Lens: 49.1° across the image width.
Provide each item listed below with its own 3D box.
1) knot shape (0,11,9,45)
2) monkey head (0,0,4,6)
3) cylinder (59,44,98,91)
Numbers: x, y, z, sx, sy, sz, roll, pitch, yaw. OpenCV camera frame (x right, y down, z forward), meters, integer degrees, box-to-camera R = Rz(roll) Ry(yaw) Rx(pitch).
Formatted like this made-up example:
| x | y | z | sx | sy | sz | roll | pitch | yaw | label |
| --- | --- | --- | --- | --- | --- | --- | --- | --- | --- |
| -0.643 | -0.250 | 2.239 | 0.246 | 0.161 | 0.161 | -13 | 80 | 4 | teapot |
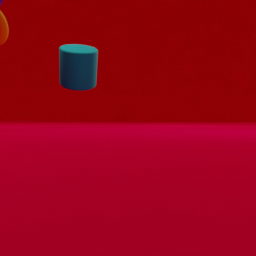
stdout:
| x | y | z | sx | sy | sz | roll | pitch | yaw | label |
| --- | --- | --- | --- | --- | --- | --- | --- | --- | --- |
| -3.579 | -2.303 | 7.044 | 0.668 | 1.353 | 1.446 | 32 | -9 | -40 | knot shape |
| -3.499 | -3.677 | 6.751 | 1.190 | 1.421 | 1.975 | -35 | 5 | 42 | monkey head |
| -1.642 | -2.021 | 9.275 | 1.230 | 1.230 | 1.230 | 5 | 28 | -3 | cylinder |
